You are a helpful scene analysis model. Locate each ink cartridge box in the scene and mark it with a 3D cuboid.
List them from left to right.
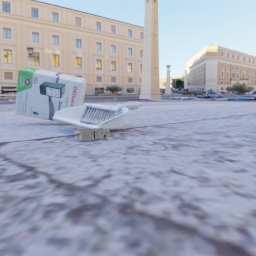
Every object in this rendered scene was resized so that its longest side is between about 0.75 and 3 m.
[{"bbox_3d":[-2.646,-1.117,9.720,2.138,1.560,0.899,11,17,-3],"label":"ink cartridge box"}]

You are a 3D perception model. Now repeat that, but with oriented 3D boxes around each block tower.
[{"bbox_3d":[-0.820,0.151,6.513,0.831,0.240,0.225,-2,-5,-40],"label":"block tower"}]

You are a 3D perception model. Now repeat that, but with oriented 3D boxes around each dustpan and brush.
[{"bbox_3d":[-0.521,-0.496,8.521,2.027,0.831,2.905,13,8,40],"label":"dustpan and brush"}]
